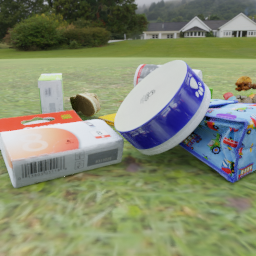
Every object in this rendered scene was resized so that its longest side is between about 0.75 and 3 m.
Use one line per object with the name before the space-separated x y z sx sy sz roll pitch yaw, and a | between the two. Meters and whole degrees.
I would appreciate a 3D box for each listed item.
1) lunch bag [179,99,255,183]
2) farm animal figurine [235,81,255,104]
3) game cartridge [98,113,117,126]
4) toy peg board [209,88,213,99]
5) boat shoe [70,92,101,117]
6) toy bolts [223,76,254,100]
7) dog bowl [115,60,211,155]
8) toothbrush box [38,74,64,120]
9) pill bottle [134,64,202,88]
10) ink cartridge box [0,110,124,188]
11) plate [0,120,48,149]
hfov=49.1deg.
lunch bag | 1.888 -0.114 6.419 2.007 1.254 2.665 -14 26 -37
farm animal figurine | 3.410 -0.499 7.458 0.769 1.234 1.529 0 40 -34
game cartridge | -0.303 -0.286 9.171 0.911 0.168 1.033 16 21 41
toy peg board | 1.944 -0.897 9.762 1.971 0.968 1.979 13 21 35
boat shoe | -1.364 -0.893 9.551 0.717 0.799 2.159 -23 20 -23
toy bolts | 4.375 -1.201 10.655 1.338 1.278 0.928 -19 25 0
dog bowl | 0.669 -0.447 5.895 1.988 0.783 1.988 -38 25 22
toothbrush box | -2.696 -1.168 9.986 0.797 1.349 1.852 -4 18 -11
pill bottle | 1.755 -1.948 12.203 2.692 1.533 1.533 9 19 25
ink cartridge box | -1.719 0.041 6.355 2.265 0.700 2.793 -10 34 -30
plate | -2.347 0.179 7.378 1.985 0.321 1.980 11 20 30
